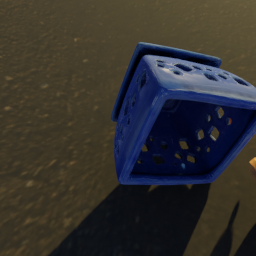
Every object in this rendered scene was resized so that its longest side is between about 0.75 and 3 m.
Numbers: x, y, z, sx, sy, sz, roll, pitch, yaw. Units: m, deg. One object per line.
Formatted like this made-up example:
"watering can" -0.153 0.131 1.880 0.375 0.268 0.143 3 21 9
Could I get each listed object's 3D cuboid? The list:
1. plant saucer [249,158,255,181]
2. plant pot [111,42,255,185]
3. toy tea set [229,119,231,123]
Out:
"plant saucer" 3.406 1.578 6.108 0.345 2.140 2.140 -41 58 15
"plant pot" 1.100 -0.403 6.624 2.713 2.713 2.439 5 42 -21
"toy tea set" 3.474 -0.397 7.961 1.997 0.739 1.188 2 68 1
